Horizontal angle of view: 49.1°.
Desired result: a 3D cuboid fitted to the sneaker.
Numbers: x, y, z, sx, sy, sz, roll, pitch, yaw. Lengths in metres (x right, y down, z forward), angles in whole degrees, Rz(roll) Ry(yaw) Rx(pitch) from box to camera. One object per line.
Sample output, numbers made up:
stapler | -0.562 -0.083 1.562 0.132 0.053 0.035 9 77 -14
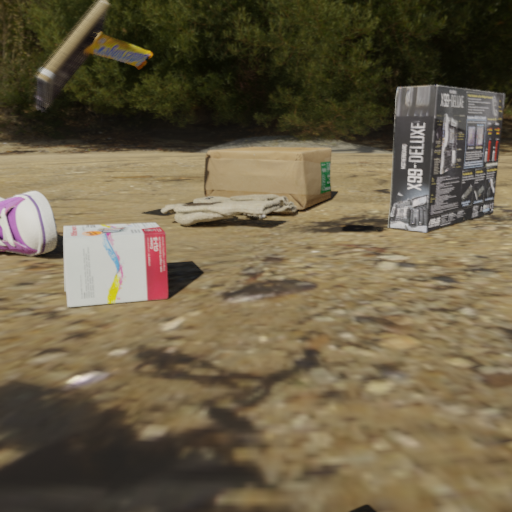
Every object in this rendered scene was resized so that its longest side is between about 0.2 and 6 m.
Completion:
sneaker | -4.363 -0.353 8.858 2.819 1.022 1.607 1 15 44

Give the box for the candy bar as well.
candy bar | -2.426 -3.639 9.963 0.453 0.201 1.816 -41 -6 20

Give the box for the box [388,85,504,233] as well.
box | 4.248 -2.161 12.264 0.900 2.852 3.616 12 18 42

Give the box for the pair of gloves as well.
pair of gloves | -0.525 -1.036 12.616 2.527 0.521 2.971 0 9 17

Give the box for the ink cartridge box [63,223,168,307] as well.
ink cartridge box | -1.753 0.079 6.903 1.185 0.857 0.861 -4 14 -18

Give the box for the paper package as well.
paper package | 0.450 -2.168 15.286 2.797 1.518 2.934 5 13 21

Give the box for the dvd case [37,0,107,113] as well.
dvd case | -3.096 -3.313 9.354 0.141 1.769 1.316 34 -19 -14
